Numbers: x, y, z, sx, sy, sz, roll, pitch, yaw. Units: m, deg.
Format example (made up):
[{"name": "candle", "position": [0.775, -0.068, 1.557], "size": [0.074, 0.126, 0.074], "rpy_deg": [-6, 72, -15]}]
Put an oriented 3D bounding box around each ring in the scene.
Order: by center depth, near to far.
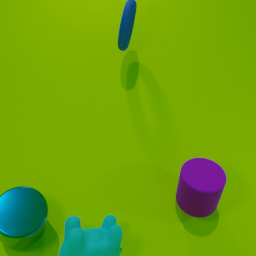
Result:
[{"name": "ring", "position": [-0.023, -2.913, 7.971], "size": [0.285, 1.423, 1.423], "rpy_deg": [13, 63, 1]}]

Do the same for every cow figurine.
[{"name": "cow figurine", "position": [-0.966, 2.679, 5.630], "size": [1.745, 0.958, 1.717], "rpy_deg": [3, 101, -19]}]

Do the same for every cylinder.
[{"name": "cylinder", "position": [-2.271, 1.915, 5.947], "size": [1.050, 1.050, 1.050], "rpy_deg": [10, 54, -14]}, {"name": "cylinder", "position": [1.609, 1.334, 6.291], "size": [0.971, 0.971, 0.971], "rpy_deg": [0, 41, 0]}]
